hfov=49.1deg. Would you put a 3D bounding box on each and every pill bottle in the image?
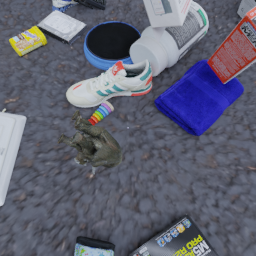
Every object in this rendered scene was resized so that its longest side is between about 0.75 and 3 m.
[{"bbox_3d":[1.453,-3.153,9.904,1.574,1.574,2.784,37,65,19],"label":"pill bottle"}]

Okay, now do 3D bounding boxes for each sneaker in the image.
[{"bbox_3d":[-2.573,-5.602,11.717,0.661,0.944,1.635,34,65,17],"label":"sneaker"},{"bbox_3d":[-0.603,-1.581,9.085,2.966,1.387,1.044,-11,61,-7],"label":"sneaker"}]

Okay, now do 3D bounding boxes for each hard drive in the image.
[{"bbox_3d":[-2.614,-4.012,11.154,1.644,0.311,1.148,31,65,16],"label":"hard drive"}]

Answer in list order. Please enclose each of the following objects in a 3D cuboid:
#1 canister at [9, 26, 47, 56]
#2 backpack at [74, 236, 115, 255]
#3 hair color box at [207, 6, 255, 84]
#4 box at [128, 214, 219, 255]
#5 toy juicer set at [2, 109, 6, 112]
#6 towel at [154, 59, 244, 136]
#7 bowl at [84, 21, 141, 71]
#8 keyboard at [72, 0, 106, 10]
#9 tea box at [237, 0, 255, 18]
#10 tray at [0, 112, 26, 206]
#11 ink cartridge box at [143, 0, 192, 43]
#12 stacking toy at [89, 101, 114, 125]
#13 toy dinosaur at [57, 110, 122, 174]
[{"bbox_3d":[-3.791,-3.288,10.626,1.140,0.493,0.846,-35,65,-17],"label":"canister"},{"bbox_3d":[-0.862,3.301,6.572,1.020,0.962,1.251,17,73,-7],"label":"backpack"},{"bbox_3d":[3.239,-2.256,7.026,1.631,2.941,0.940,-36,86,-3],"label":"hair color box"},{"bbox_3d":[1.148,3.285,6.774,1.940,0.429,1.554,-29,64,-16],"label":"box"},{"bbox_3d":[-4.515,-0.416,9.060,0.951,0.259,0.605,0,59,-1],"label":"toy juicer set"},{"bbox_3d":[2.384,-1.123,9.243,1.943,0.652,2.632,39,67,21],"label":"towel"},{"bbox_3d":[-0.540,-3.158,10.566,2.296,0.451,2.296,0,59,0],"label":"bowl"},{"bbox_3d":[-1.739,-5.387,11.556,1.781,0.183,1.132,17,56,-24],"label":"keyboard"},{"bbox_3d":[6.164,-4.526,10.588,2.614,1.775,2.657,-14,61,-8],"label":"tea box"},{"bbox_3d":[-4.070,0.693,8.123,1.582,0.327,2.947,11,58,-14],"label":"tray"},{"bbox_3d":[0.993,-3.623,6.977,0.887,2.637,1.544,7,58,28],"label":"ink cartridge box"},{"bbox_3d":[-0.941,-0.394,9.009,0.437,0.437,1.023,38,74,20],"label":"stacking toy"},{"bbox_3d":[-0.556,0.319,5.174,1.201,2.349,0.904,32,75,-23],"label":"toy dinosaur"}]
